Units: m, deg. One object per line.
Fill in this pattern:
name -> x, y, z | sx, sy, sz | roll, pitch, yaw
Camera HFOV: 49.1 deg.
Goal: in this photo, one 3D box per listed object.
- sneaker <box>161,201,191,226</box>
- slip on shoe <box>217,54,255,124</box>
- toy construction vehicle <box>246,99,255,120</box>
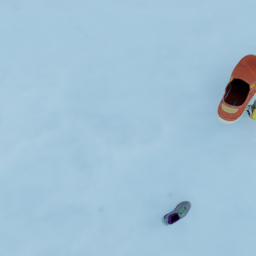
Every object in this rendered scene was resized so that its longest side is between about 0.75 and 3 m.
sneaker -> 1.324, 2.191, 7.124 | 0.964, 0.422, 0.359 | -29, 88, -26
slip on shoe -> 3.310, -1.265, 8.110 | 0.932, 0.770, 2.516 | 25, 66, 21
toy construction vehicle -> 4.163, -0.172, 7.551 | 1.492, 0.603, 1.714 | 13, 36, 0
